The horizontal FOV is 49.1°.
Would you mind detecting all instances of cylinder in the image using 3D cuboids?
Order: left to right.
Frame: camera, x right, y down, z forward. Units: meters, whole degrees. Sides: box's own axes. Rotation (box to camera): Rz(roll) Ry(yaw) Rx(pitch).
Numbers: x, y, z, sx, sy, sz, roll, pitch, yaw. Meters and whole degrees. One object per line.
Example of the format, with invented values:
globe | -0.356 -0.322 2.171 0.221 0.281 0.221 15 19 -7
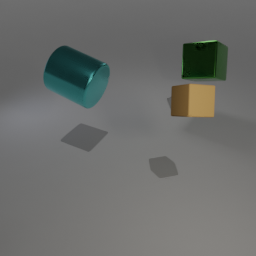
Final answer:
cylinder | -1.455 -1.468 8.105 1.400 1.400 1.400 26 37 12

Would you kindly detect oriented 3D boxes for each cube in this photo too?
cube | 1.449 -0.601 6.304 0.700 0.700 0.700 0 4 -25
cube | 3.114 -2.652 11.342 1.400 1.400 1.400 6 7 36
